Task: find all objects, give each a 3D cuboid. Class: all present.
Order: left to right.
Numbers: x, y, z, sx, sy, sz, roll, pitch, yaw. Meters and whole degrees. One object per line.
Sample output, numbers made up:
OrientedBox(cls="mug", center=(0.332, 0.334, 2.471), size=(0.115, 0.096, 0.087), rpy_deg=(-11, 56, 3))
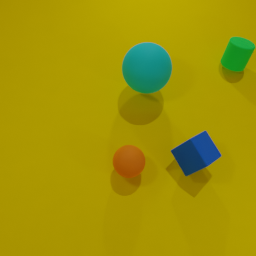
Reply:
OrientedBox(cls="ball", center=(0.026, 0.819, 6.898), size=(0.807, 0.807, 0.807), rpy_deg=(0, 63, 0))
OrientedBox(cls="ball", center=(0.518, -1.634, 7.680), size=(1.372, 1.372, 1.372), rpy_deg=(0, 63, 0))
OrientedBox(cls="cube", center=(1.683, 0.628, 6.943), size=(0.746, 0.746, 0.746), rpy_deg=(-21, 77, -43))
OrientedBox(cls="cylinder", center=(3.338, -2.254, 8.547), size=(0.778, 0.778, 0.778), rpy_deg=(7, 43, -6))
